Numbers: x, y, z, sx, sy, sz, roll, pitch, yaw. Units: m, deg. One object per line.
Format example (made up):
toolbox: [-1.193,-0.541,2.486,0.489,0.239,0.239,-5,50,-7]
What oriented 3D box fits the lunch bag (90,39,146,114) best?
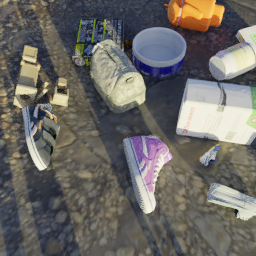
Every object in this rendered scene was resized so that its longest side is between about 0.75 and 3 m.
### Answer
lunch bag: [-0.445,-2.066,10.885,1.637,1.970,2.349,-24,60,-15]

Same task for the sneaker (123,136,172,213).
sneaker: [0.840,1.351,9.234,1.554,0.988,2.726,-7,57,-9]

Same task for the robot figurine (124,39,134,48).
robot figurine: [0.178,-4.043,13.270,0.751,0.219,0.545,-11,55,-7]

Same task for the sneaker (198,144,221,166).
sneaker: [2.955,0.966,9.884,0.972,0.366,0.429,-36,72,-12]

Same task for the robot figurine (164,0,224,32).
robot figurine: [3.125,-5.611,13.487,2.761,1.610,1.986,14,59,9]

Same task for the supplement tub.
supplement tub: [4.434,-2.800,11.823,1.706,1.237,1.237,-24,60,-16]

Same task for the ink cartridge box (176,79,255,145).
ink cartridge box: [3.214,-0.537,9.847,2.742,2.003,1.156,9,56,5]

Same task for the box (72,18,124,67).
box: [-1.300,-4.012,13.014,2.203,0.609,2.750,0,56,1]

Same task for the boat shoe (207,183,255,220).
boat shoe: [3.501,2.440,8.730,2.114,0.738,0.753,22,80,12]

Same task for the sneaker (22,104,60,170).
sneaker: [-3.001,0.135,9.956,1.088,1.075,2.741,-20,57,-6]

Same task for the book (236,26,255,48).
book: [6.253,-3.375,12.451,1.834,0.660,2.745,-16,66,-12]

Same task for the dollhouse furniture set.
dollhouse furniture set: [-3.470,-1.935,11.580,1.994,1.254,2.255,11,53,-22]

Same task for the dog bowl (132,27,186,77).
dog bowl: [1.351,-3.363,12.395,2.316,0.912,2.316,0,56,0]
